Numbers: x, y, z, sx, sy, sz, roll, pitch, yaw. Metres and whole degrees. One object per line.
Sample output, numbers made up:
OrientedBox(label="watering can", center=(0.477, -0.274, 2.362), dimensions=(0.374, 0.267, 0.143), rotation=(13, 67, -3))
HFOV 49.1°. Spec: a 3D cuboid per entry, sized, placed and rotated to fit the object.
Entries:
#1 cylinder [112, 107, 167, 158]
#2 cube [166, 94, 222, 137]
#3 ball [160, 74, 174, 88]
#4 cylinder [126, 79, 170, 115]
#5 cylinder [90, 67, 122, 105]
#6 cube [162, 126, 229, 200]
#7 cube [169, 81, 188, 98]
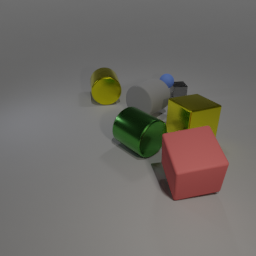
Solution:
OrientedBox(label="cylinder", center=(0.406, 0.122, 9.884), dimensions=(1.400, 1.400, 1.400), rotation=(-24, 39, -35))
OrientedBox(label="cube", center=(2.410, -0.343, 10.527), dimensions=(1.400, 1.400, 1.400), rotation=(-11, 29, -24))
OrientedBox(label="ball", center=(1.834, -2.222, 13.290), dimensions=(0.700, 0.700, 0.700), rotation=(0, 31, 0))
OrientedBox(label="cylinder", center=(0.865, -1.286, 11.973), dimensions=(1.400, 1.400, 1.400), rotation=(23, 33, 33))
OrientedBox(label="cylinder", center=(-1.090, -2.027, 13.474), dimensions=(1.400, 1.400, 1.400), rotation=(-5, 31, -8))
OrientedBox(label="cube", center=(1.807, 0.988, 7.954), dimensions=(1.400, 1.400, 1.400), rotation=(-10, 47, -4))
OrientedBox(label="cube", center=(2.487, -1.855, 13.887), dimensions=(0.700, 0.700, 0.700), rotation=(-5, 31, -8))
